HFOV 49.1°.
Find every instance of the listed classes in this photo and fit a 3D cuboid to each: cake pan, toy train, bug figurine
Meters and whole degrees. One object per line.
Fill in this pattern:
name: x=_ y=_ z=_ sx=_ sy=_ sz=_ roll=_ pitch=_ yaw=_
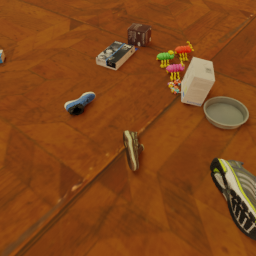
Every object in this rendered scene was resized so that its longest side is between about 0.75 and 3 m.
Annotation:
cake pan: x=3.679 y=-0.568 z=10.608 sx=1.648 sy=0.302 sz=1.648 roll=0 pitch=46 yaw=0
toy train: x=2.063 y=-1.795 z=11.811 sx=0.682 sy=0.253 sz=0.908 roll=-3 pitch=46 yaw=-10
bug figurine: x=2.469 y=-3.045 z=12.776 sx=2.022 sy=0.671 sz=2.608 roll=-12 pitch=47 yaw=-11

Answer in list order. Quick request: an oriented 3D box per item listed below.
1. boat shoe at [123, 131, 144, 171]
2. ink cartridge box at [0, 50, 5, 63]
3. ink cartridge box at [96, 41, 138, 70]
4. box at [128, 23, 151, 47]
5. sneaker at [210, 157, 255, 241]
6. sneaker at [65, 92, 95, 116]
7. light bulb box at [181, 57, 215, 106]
boat shoe: x=0.245 y=0.671 z=9.203 sx=0.609 sy=0.608 sz=1.647 roll=-3 pitch=45 yaw=-10
ink cartridge box: x=-6.490 y=-3.348 z=13.280 sx=1.092 sy=0.367 sz=0.634 roll=-7 pitch=46 yaw=-6
ink cartridge box: x=-0.481 y=-3.639 z=13.539 sx=1.113 sy=0.439 sz=2.239 roll=20 pitch=48 yaw=20
box: x=0.588 y=-4.773 z=14.338 sx=1.001 sy=0.831 sz=0.822 roll=17 pitch=47 yaw=18
sneaker: x=3.318 y=1.843 z=7.841 sx=1.060 sy=0.967 sz=2.618 roll=-6 pitch=47 yaw=-11
sneaker: x=-1.736 y=-0.899 z=10.784 sx=1.284 sy=0.493 sz=0.714 roll=-25 pitch=45 yaw=-17
light bulb box: x=2.708 y=-1.809 z=11.013 sx=0.832 sy=1.333 sz=1.321 roll=14 pitch=47 yaw=-4
